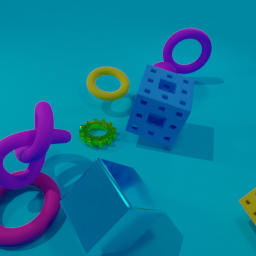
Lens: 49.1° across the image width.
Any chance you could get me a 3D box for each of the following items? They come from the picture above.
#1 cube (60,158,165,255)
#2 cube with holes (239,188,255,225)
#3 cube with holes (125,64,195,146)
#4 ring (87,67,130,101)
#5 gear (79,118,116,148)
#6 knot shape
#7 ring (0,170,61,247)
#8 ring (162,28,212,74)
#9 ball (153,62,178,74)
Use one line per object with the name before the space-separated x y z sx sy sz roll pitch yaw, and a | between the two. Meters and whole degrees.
cube | -0.304 1.522 5.450 1.237 1.237 1.237 -49 52 12
cube with holes | 2.939 1.586 5.584 0.804 0.804 0.804 16 35 -39
cube with holes | 0.851 -0.607 7.502 1.347 1.347 1.347 19 46 0
ring | -0.615 -1.397 8.775 1.354 0.271 1.354 4 55 -6
gear | -0.868 0.124 8.064 1.057 0.196 1.057 3 40 -2
knot shape | -2.177 0.477 6.195 0.940 2.034 1.904 39 70 3
ring | -2.422 1.728 6.276 1.825 0.365 1.825 -1 46 1
ring | 2.024 -2.596 9.608 1.685 1.685 0.337 -2 43 -2
ball | 1.159 -1.704 9.420 1.031 1.031 1.031 0 43 0
